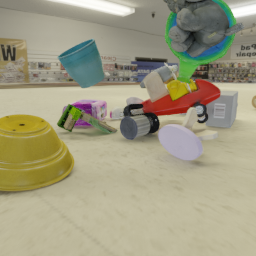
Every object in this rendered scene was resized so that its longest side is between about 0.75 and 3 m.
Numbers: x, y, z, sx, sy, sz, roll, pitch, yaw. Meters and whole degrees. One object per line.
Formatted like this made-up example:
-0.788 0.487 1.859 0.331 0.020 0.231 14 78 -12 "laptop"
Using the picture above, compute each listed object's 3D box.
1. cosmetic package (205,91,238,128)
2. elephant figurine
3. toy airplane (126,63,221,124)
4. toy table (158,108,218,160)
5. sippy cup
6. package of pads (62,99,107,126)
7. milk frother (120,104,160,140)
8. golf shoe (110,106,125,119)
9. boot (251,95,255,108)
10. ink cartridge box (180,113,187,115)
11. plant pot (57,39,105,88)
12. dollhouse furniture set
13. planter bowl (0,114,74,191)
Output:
3.637 -0.795 10.729 1.010 1.196 2.239 5 11 22 "cosmetic package"
1.615 -2.770 6.506 1.493 1.924 1.362 17 -27 -12 "elephant figurine"
1.290 -1.140 9.745 2.883 2.043 2.896 5 -15 -25 "toy airplane"
1.372 0.207 6.387 0.745 1.169 1.271 -26 33 -28 "toy table"
2.154 -2.795 8.705 2.552 2.004 1.870 -37 -3 8 "sippy cup"
-1.607 -0.631 10.853 1.289 0.809 2.139 -1 12 6 "package of pads"
0.147 -0.085 8.649 1.105 1.060 1.175 -12 -26 -47 "milk frother"
-0.162 -0.632 11.619 0.657 0.541 1.436 12 18 35 "golf shoe"
7.414 -1.147 13.893 1.580 0.777 2.208 4 12 -15 "boot"
2.521 -1.239 13.239 0.624 1.037 1.427 -2 12 -8 "ink cartridge box"
-1.501 -2.171 9.754 1.418 1.333 1.418 -22 26 11 "plant pot"
-1.304 -0.017 9.002 1.583 0.794 1.037 27 3 -32 "dollhouse furniture set"
-2.025 0.273 5.353 2.036 0.848 2.036 8 21 -3 "planter bowl"
